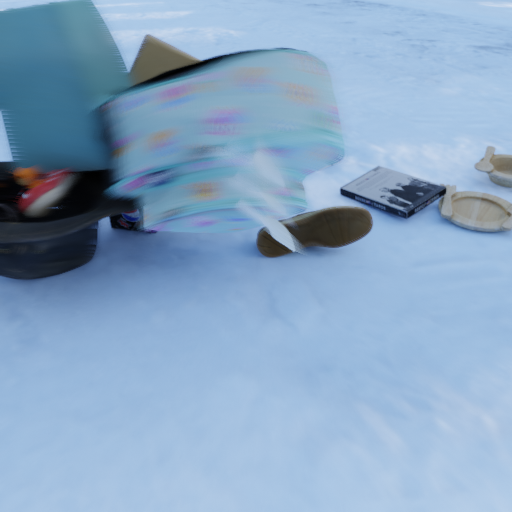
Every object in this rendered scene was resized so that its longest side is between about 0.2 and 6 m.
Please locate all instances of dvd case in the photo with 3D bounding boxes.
[{"bbox_3d":[2.853,-1.372,11.781,1.325,0.218,1.763,-30,38,-29],"label":"dvd case"}]

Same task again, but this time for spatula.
[{"bbox_3d":[0.003,-0.792,6.720,0.128,1.110,1.596,-25,29,-14],"label":"spatula"}]

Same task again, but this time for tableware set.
[{"bbox_3d":[5.922,-1.143,11.411,4.155,0.482,3.470,19,38,27],"label":"tableware set"}]

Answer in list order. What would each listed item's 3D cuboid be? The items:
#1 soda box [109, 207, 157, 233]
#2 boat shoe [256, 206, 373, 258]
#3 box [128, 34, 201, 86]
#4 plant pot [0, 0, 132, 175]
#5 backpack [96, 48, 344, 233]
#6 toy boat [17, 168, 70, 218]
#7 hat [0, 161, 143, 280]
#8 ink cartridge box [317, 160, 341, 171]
[{"bbox_3d":[-2.084,-1.588,11.707,1.006,0.900,2.842,6,34,10],"label":"soda box"},{"bbox_3d":[1.027,-0.517,10.199,2.108,0.761,0.759,-15,20,3],"label":"boat shoe"},{"bbox_3d":[-1.413,-2.858,10.815,2.349,1.920,0.250,19,29,-27],"label":"box"},{"bbox_3d":[-3.217,-2.887,9.434,1.781,2.521,1.782,-2,28,14],"label":"plant pot"},{"bbox_3d":[-0.319,-1.731,8.854,3.427,2.627,3.013,-19,-6,21],"label":"backpack"},{"bbox_3d":[-3.410,-1.089,8.745,0.686,0.687,1.052,-40,24,17],"label":"toy boat"},{"bbox_3d":[-3.704,-0.488,9.421,3.749,1.512,3.749,3,27,-1],"label":"hat"},{"bbox_3d":[1.567,-2.383,13.422,0.818,0.344,0.591,-26,41,-33],"label":"ink cartridge box"}]
